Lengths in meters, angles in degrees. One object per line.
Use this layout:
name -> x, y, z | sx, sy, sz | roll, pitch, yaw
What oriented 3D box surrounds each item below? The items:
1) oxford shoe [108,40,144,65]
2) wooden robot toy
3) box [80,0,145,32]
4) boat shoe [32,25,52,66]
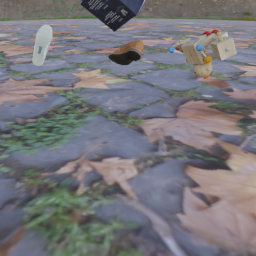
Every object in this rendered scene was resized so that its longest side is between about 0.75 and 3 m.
oxford shoe -> -0.034, -2.766, 10.261 | 0.676, 0.675, 1.894 | 34, -18, -33
wooden robot toy -> 2.181, -1.956, 7.754 | 1.126, 1.160, 2.557 | -32, 22, -13
box -> -0.448, -3.772, 8.245 | 1.387, 0.815, 1.364 | 34, -20, -25
boat shoe -> -1.590, -1.524, 5.159 | 0.264, 0.756, 0.269 | 16, 15, -20
